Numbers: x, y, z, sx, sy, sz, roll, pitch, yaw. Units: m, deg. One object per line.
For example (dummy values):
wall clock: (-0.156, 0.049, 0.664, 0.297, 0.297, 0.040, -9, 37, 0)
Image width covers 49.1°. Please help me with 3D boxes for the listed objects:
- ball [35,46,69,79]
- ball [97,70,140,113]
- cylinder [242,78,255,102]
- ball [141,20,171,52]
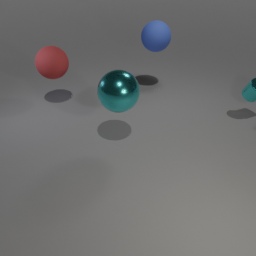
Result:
ball: (-3.255, -2.803, 12.027, 1.400, 1.400, 1.400, 0, 32, 0)
ball: (-0.309, -1.203, 9.194, 1.400, 1.400, 1.400, 0, 32, 0)
cylinder: (4.920, -1.470, 10.897, 0.700, 0.700, 0.700, 4, 63, -9)
ball: (1.311, -4.282, 13.105, 1.400, 1.400, 1.400, 0, 32, 0)
